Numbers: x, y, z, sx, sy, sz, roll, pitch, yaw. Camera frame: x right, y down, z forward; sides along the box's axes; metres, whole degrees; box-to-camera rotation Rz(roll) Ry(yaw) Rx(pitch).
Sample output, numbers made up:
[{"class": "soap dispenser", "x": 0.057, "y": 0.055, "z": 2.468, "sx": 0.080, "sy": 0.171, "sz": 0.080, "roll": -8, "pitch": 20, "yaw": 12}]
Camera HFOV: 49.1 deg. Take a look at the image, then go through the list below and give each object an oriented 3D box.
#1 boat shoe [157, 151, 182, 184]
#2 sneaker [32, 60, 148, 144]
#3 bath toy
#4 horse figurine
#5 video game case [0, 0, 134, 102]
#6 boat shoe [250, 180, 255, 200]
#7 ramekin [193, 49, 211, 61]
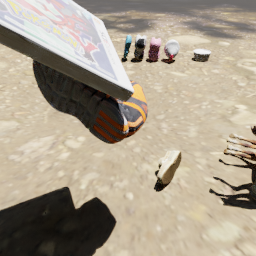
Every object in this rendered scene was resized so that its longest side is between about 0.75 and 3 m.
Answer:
[{"class": "boat shoe", "x": 0.869, "y": 0.860, "z": 6.325, "sx": 0.385, "sy": 0.428, "sz": 1.185, "roll": 7, "pitch": 29, "yaw": 26}, {"class": "sneaker", "x": -0.557, "y": -0.605, "z": 4.582, "sx": 2.057, "sy": 0.798, "sz": 1.152, "roll": 43, "pitch": 36, "yaw": 13}, {"class": "bath toy", "x": 1.090, "y": -3.579, "z": 12.955, "sx": 2.544, "sy": 1.106, "sz": 0.940, "roll": 6, "pitch": 67, "yaw": 3}, {"class": "horse figurine", "x": 2.932, "y": 0.496, "z": 5.986, "sx": 1.598, "sy": 0.602, "sz": 2.411, "roll": 14, "pitch": -6, "yaw": 18}, {"class": "video game case", "x": -0.986, "y": -1.383, "z": 3.564, "sx": 2.141, "sy": 0.246, "sz": 1.951, "roll": 21, "pitch": 35, "yaw": -39}, {"class": "boat shoe", "x": 3.281, "y": 1.110, "z": 5.778, "sx": 1.531, "sy": 0.535, "sz": 0.543, "roll": -5, "pitch": 32, "yaw": -8}, {"class": "ramekin", "x": 3.486, "y": -3.439, "z": 13.223, "sx": 0.802, "sy": 0.374, "sz": 0.802, "roll": -1, "pitch": 32, "yaw": 0}]
